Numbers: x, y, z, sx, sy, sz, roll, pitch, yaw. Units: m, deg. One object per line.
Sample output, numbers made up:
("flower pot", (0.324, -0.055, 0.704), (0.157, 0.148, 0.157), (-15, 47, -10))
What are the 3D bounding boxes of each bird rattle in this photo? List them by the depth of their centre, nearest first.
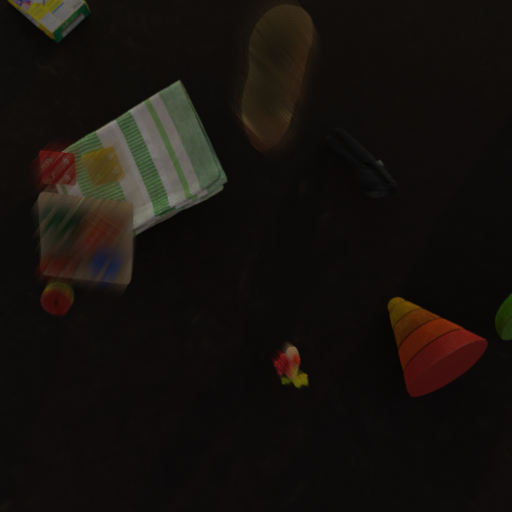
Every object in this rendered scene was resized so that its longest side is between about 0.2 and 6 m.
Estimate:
("bird rattle", (0.507, 1.677, 8.635), (0.406, 0.720, 0.587), (-9, 42, 27))

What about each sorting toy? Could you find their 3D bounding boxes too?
("sorting toy", (-2.560, -0.249, 8.316), (1.358, 0.476, 2.817), (7, 117, -4))
("sorting toy", (3.803, 0.498, 8.907), (4.266, 1.479, 1.469), (-31, 56, -5))

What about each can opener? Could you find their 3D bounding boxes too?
("can opener", (1.791, -1.604, 9.522), (0.512, 0.635, 1.615), (-31, 64, -4))

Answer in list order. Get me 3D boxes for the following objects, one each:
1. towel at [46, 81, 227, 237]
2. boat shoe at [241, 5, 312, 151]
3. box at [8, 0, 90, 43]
("towel", (-2.037, -1.409, 9.327), (2.728, 0.319, 2.081), (-28, 77, 9))
("boat shoe", (0.274, -2.839, 8.875), (0.933, 0.876, 2.593), (12, 67, 0))
("box", (-3.961, -4.760, 10.372), (1.537, 0.372, 0.902), (42, 81, 6))
